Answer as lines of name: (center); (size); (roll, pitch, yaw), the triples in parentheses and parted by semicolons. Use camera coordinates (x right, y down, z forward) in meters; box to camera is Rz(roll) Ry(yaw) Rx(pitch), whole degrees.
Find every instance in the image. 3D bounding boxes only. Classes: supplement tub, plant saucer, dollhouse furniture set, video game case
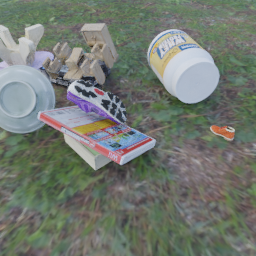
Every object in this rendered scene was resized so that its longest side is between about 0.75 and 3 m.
supplement tub: (2.019, -2.343, 10.550); (1.942, 1.942, 2.685); (-11, 41, -12)
plant saucer: (-3.418, -0.896, 8.782); (2.185, 2.185, 0.548); (-4, 5, -5)
dollhouse furniture set: (-1.456, -2.496, 10.407); (2.166, 1.534, 2.358); (9, 58, 27)
video game case: (-0.858, 0.056, 8.268); (2.928, 0.255, 2.094); (26, 21, 22)

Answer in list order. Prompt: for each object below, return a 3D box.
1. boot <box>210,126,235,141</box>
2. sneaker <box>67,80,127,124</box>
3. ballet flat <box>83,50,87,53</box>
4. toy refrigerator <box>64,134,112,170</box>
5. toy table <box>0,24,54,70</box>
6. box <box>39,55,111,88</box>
boot: (3.024, 0.054, 8.944); (0.808, 0.433, 0.303); (29, 50, 32)
sneaker: (-0.948, -0.734, 8.747); (2.026, 0.845, 0.817); (31, 49, -14)
ballet flat: (-1.727, -3.088, 12.545); (1.163, 0.421, 0.394); (34, 87, -3)
toy refrigerator: (-1.223, 0.479, 8.333); (0.613, 0.565, 1.616); (-30, 48, -30)
toy table: (-4.565, -3.197, 11.794); (2.614, 1.665, 2.844); (22, 46, 24)
box: (-2.159, -2.340, 11.594); (2.331, 0.580, 1.838); (19, 44, 22)
